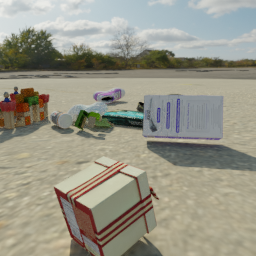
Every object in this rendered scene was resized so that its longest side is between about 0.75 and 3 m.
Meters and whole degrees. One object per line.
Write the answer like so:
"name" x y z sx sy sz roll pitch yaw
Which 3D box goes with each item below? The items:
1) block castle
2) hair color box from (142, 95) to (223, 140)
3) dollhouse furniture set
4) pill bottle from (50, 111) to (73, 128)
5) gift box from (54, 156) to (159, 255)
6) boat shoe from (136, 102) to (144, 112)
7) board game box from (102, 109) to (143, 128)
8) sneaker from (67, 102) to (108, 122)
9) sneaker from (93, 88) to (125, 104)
"block castle" -4.589 -0.935 11.198 1.942 1.363 2.906 4 13 14
"hair color box" 1.563 -0.295 8.110 2.209 1.208 0.716 2 -6 9
"dollhouse furniture set" -1.168 -0.100 9.960 0.824 0.632 1.258 13 -12 25
"pill bottle" -2.489 -0.335 10.352 0.567 0.567 0.975 -9 16 -35
"gift box" -0.240 1.012 3.589 0.969 1.038 0.958 -29 31 -35
"boat shoe" 0.832 -0.890 12.991 0.576 0.487 1.617 -5 14 -23
"board game box" 0.150 -0.411 11.204 2.402 0.338 1.625 8 15 31
"sneaker" -1.700 -0.555 10.875 1.818 0.640 0.729 -11 30 24
"sneaker" -0.898 -1.873 17.035 2.196 0.796 1.252 -17 25 -30
